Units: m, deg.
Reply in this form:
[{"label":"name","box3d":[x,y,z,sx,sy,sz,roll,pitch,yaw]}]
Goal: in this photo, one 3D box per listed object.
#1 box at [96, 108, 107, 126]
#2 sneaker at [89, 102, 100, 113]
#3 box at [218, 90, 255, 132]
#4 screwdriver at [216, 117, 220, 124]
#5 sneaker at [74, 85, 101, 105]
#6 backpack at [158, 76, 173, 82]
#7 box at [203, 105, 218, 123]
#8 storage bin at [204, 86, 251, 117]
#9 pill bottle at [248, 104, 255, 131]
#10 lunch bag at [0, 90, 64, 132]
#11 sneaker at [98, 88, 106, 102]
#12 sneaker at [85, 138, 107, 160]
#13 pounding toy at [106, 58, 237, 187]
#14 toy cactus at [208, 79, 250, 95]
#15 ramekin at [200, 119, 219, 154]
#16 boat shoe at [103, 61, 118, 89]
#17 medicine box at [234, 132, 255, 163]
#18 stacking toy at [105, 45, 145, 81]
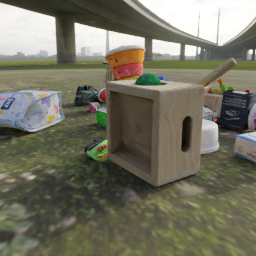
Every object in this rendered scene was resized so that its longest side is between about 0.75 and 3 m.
[{"label":"box","box3d":[-0.545,-0.452,11.722,1.124,0.616,1.273,-13,19,-33]},{"label":"sneaker","box3d":[-1.674,-1.086,14.241,0.530,0.488,1.201,-6,17,-13]},{"label":"box","box3d":[4.248,-0.688,10.894,0.744,1.426,1.055,-13,24,-43]},{"label":"screwdriver","box3d":[4.752,-0.343,11.913,2.379,0.332,0.346,0,-16,-7]},{"label":"sneaker","box3d":[-2.113,-2.035,16.652,1.023,1.075,2.712,6,15,28]},{"label":"backpack","box3d":[1.312,-1.409,12.116,1.577,1.628,1.940,-5,24,32]},{"label":"box","box3d":[2.624,-0.571,11.924,1.613,0.470,2.356,-12,16,1]},{"label":"storage bin","box3d":[4.399,-1.266,13.658,2.414,1.140,2.432,14,21,43]},{"label":"pill bottle","box3d":[5.449,-0.246,10.063,1.899,1.066,1.066,14,21,41]},{"label":"lunch bag","box3d":[-4.069,-0.714,11.026,2.038,1.528,2.404,6,23,29]},{"label":"sneaker","box3d":[-0.486,-1.972,16.708,2.519,0.897,1.417,-12,16,-43]},{"label":"sneaker","box3d":[-0.656,0.449,8.401,0.683,0.626,1.630,15,19,32]},{"label":"pounding toy","box3d":[0.937,-0.341,7.104,1.993,2.803,2.581,-11,19,-34]},{"label":"toy cactus","box3d":[4.644,-1.512,13.669,1.719,1.065,2.084,-47,41,-16]},{"label":"ramekin","box3d":[2.122,0.208,8.986,1.578,0.769,1.578,0,15,0]},{"label":"boat shoe","box3d":[-0.750,-2.450,14.346,0.941,2.897,1.045,31,34,35]},{"label":"medicine box","box3d":[3.898,0.552,8.011,1.197,0.616,1.091,-8,17,-26]},{"label":"stacking toy","box3d":[0.064,-2.262,12.313,1.815,2.484,1.815,-11,1,0]}]
